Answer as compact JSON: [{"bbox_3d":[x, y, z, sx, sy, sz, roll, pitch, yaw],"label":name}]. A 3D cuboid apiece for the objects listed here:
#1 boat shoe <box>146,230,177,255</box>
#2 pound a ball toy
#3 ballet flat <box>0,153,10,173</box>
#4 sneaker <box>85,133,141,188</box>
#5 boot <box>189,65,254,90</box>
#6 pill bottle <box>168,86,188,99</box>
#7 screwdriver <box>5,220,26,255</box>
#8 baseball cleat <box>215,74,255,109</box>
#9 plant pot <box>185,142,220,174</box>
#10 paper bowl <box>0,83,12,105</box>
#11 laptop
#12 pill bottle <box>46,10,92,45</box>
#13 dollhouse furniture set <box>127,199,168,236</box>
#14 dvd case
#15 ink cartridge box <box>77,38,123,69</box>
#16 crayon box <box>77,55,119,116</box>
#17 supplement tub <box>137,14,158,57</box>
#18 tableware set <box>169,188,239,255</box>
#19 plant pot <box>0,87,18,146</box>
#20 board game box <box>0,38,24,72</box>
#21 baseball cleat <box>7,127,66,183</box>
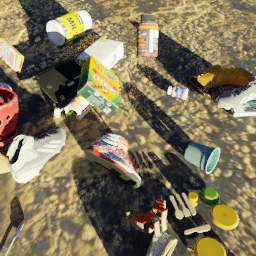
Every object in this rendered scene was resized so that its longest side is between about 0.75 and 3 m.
[{"bbox_3d":[0.771,3.609,7.231,0.716,0.763,2.069,11,42,20],"label":"boat shoe"},{"bbox_3d":[-2.336,-1.099,12.407,1.160,0.756,1.780,18,45,19],"label":"pound a ball toy"},{"bbox_3d":[-5.306,1.040,10.042,2.461,0.776,0.845,10,44,10],"label":"ballet flat"},{"bbox_3d":[-0.251,1.023,10.014,2.483,0.829,1.331,27,51,30],"label":"sneaker"},{"bbox_3d":[4.439,-2.258,13.527,1.905,0.936,2.661,-30,37,-21],"label":"boot"},{"bbox_3d":[2.349,-1.698,13.234,0.872,0.522,0.522,15,44,16],"label":"pill bottle"},{"bbox_3d":[-3.306,3.236,8.051,0.185,0.193,1.328,7,39,10],"label":"screwdriver"},{"bbox_3d":[5.222,-1.749,12.280,2.874,1.530,1.002,-14,44,-10],"label":"baseball cleat"},{"bbox_3d":[2.623,0.983,10.046,0.961,0.981,0.981,25,48,35],"label":"plant pot"},{"bbox_3d":[-5.926,-1.158,12.333,1.788,0.930,1.788,0,42,0],"label":"paper bowl"},{"bbox_3d":[-3.620,-2.383,14.272,2.838,1.466,2.515,46,56,8],"label":"laptop"},{"bbox_3d":[-3.636,-6.385,17.620,1.529,1.529,2.675,27,50,27],"label":"pill bottle"},{"bbox_3d":[0.663,2.559,8.248,1.106,0.570,1.094,5,13,44],"label":"dollhouse furniture set"},{"bbox_3d":[5.299,-1.317,13.042,1.547,0.233,2.119,-4,41,-4],"label":"dvd case"},{"bbox_3d":[-1.485,-3.929,15.414,1.519,0.873,2.595,18,45,19],"label":"ink cartridge box"},{"bbox_3d":[-1.286,-2.097,12.749,0.727,1.817,2.863,-37,34,27],"label":"crayon box"},{"bbox_3d":[0.597,-2.832,8.667,0.667,1.247,0.667,0,12,0],"label":"supplement tub"},{"bbox_3d":[2.480,2.974,8.250,1.867,0.425,2.771,-10,42,-15],"label":"tableware set"},{"bbox_3d":[-5.220,-0.405,10.700,2.030,1.849,2.030,4,34,-3],"label":"plant pot"},{"bbox_3d":[-3.013,-1.859,7.160,0.950,0.454,0.142,40,31,19],"label":"board game box"},{"bbox_3d":[-3.160,0.578,9.989,0.996,1.520,2.856,2,39,18],"label":"baseball cleat"}]
